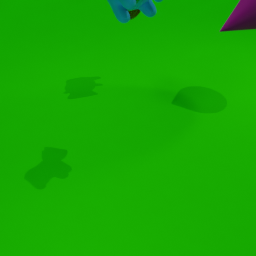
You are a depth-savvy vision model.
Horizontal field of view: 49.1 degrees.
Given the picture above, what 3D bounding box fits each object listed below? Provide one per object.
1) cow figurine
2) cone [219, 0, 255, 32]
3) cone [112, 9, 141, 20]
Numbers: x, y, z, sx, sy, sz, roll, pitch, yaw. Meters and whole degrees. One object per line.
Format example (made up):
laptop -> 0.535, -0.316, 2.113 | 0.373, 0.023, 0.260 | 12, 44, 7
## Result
cow figurine -> 0.081, -2.400, 4.563 | 1.245, 0.683, 1.225 | -25, 78, -26
cone -> 3.182, -3.016, 7.466 | 1.652, 1.646, 1.646 | -30, 40, 6
cone -> -0.174, -3.634, 7.904 | 0.928, 0.928, 0.931 | -13, 39, -17
